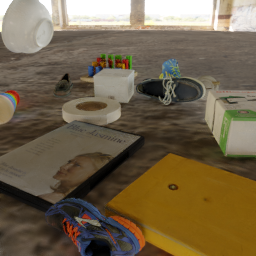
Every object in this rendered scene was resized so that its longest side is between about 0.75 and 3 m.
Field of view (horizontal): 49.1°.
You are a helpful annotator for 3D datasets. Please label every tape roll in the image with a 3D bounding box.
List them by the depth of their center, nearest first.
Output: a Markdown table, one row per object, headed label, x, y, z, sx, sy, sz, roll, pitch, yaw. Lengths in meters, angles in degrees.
| label | x | y | z | sx | sy | sz | roll | pitch | yaw |
| --- | --- | --- | --- | --- | --- | --- | --- | --- | --- |
| tape roll | -1.071 | -0.522 | 8.331 | 1.755 | 0.321 | 1.755 | 1 | 23 | 0 |

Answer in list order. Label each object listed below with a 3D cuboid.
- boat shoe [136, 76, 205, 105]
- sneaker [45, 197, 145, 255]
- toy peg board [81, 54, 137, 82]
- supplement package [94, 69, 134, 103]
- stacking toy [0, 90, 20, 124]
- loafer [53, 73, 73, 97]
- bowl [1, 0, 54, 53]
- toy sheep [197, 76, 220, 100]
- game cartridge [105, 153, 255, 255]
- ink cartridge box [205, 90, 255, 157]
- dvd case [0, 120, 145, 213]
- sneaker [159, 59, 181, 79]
| label | x | y | z | sx | sy | sz | roll | pitch | yaw |
| --- | --- | --- | --- | --- | --- | --- | --- | --- | --- |
| boat shoe | 1.350 | -1.300 | 9.402 | 2.469 | 0.924 | 0.763 | 18 | 28 | 39 |
| sneaker | -0.533 | 1.362 | 3.672 | 1.464 | 0.552 | 0.574 | 9 | 30 | 26 |
| toy peg board | -0.831 | -2.744 | 12.722 | 2.004 | 0.980 | 1.996 | 8 | 24 | 20 |
| supplement package | -0.452 | -1.522 | 9.917 | 1.188 | 0.913 | 1.242 | 5 | 23 | 11 |
| stacking toy | -3.703 | -0.757 | 8.408 | 0.832 | 0.832 | 1.949 | -4 | 18 | -10 |
| loafer | -2.480 | -1.651 | 10.671 | 0.646 | 0.565 | 1.797 | -1 | 23 | -3 |
| bowl | -2.659 | -2.816 | 7.930 | 0.774 | 1.722 | 1.722 | 25 | 29 | 10 |
| toy sheep | 2.696 | -1.381 | 9.660 | 0.934 | 0.934 | 1.355 | 8 | 8 | 18 |
| game cartridge | 1.161 | 1.223 | 4.254 | 2.303 | 0.374 | 2.030 | 19 | 29 | 32 |
| ink cartridge box | 2.913 | -0.199 | 6.770 | 1.639 | 0.946 | 2.243 | 1 | 23 | 2 |
| dvd case | -1.225 | 0.577 | 5.828 | 2.111 | 0.260 | 2.960 | 12 | 26 | 27 |
| sneaker | 1.718 | -2.131 | 11.112 | 0.796 | 1.104 | 2.102 | -5 | 23 | -13 |
